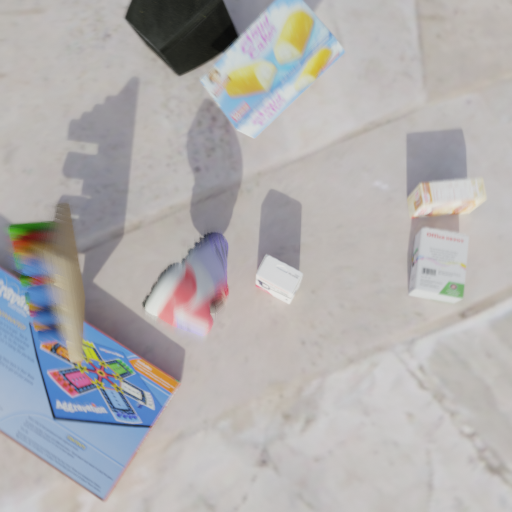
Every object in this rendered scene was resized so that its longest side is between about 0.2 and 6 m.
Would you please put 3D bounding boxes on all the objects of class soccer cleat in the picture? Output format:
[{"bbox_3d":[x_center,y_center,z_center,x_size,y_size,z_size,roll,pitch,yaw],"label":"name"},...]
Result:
[{"bbox_3d":[-0.874,0.435,9.368,1.070,2.922,0.997,35,111,0],"label":"soccer cleat"}]

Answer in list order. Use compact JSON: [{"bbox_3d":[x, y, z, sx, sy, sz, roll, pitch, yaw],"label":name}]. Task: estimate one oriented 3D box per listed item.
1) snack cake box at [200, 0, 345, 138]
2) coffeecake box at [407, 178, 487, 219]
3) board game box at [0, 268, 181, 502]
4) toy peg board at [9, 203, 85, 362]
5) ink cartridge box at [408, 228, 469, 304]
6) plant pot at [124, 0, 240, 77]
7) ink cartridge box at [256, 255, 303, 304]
[{"bbox_3d":[0.270,-3.460,10.221,2.318,0.779,1.333,-41,73,19],"label":"snack cake box"},{"bbox_3d":[3.665,-1.108,10.863,1.212,0.931,0.443,-5,78,-1],"label":"coffeecake box"},{"bbox_3d":[-3.897,2.073,10.078,4.547,0.442,2.341,31,75,5],"label":"board game box"},{"bbox_3d":[-3.486,0.439,9.230,0.974,1.982,1.991,-7,119,-11],"label":"toy peg board"},{"bbox_3d":[3.486,0.186,10.718,0.913,0.529,1.260,10,75,3],"label":"ink cartridge box"},{"bbox_3d":[-1.615,-4.839,11.589,1.775,1.771,1.575,44,94,11],"label":"plant pot"},{"bbox_3d":[0.411,0.452,10.374,0.761,1.051,0.443,27,76,7],"label":"ink cartridge box"}]
